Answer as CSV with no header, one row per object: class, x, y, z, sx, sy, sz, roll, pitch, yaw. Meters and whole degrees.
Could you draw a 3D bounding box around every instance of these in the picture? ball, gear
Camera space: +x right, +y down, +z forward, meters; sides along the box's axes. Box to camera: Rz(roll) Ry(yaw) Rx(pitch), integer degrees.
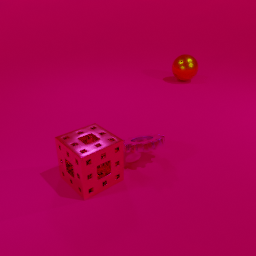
ball,2.630,-2.780,12.917,1.209,1.209,1.209,0,28,0
gear,0.378,0.384,7.193,1.131,0.209,1.131,-9,10,2

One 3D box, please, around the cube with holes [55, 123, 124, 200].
cube with holes,-0.863,0.715,6.413,1.094,1.094,1.094,-22,35,-35
